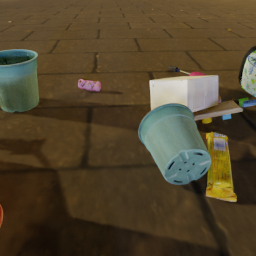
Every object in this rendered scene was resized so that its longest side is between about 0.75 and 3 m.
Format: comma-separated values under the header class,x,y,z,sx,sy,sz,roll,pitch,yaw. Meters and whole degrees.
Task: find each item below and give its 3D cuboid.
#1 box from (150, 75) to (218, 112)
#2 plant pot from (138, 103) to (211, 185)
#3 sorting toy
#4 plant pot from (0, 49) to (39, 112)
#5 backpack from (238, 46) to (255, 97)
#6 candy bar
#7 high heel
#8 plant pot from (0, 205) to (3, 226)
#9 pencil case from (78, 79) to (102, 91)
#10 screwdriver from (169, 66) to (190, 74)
class,x,y,z,sx,sy,sz,roll,pitch,yaw
box,1.886,-1.158,9.287,1.470,1.027,1.931,8,17,44
plant pot,1.229,0.469,7.158,1.620,1.620,1.587,-6,40,-10
sorting toy,2.875,-0.502,9.344,2.912,0.397,1.640,-11,12,12
plant pot,-4.130,-1.705,10.286,1.912,1.873,1.912,-1,32,1
backpack,5.432,-1.964,11.030,1.742,1.849,2.266,-26,45,-23
candy bar,2.440,0.884,7.518,0.695,0.309,2.788,10,32,9
high heel,2.708,-1.624,11.238,1.112,0.781,2.318,0,43,-19
plant pot,-3.695,1.238,5.293,2.062,2.005,2.062,0,31,0
pencil case,-1.619,-1.805,11.784,0.972,0.402,0.420,8,74,7
screwdriver,2.607,-2.755,13.578,0.245,0.235,1.683,11,15,-43
